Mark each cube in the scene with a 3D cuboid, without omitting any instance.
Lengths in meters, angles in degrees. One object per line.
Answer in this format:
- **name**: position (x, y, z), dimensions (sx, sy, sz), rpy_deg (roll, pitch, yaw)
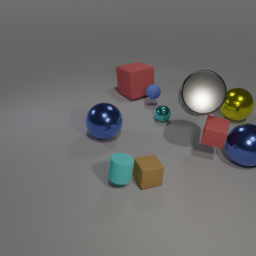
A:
- **cube**: position (0.611, 1.325, 8.525), dimensions (0.700, 0.700, 0.700), rpy_deg (-8, 30, -18)
- **cube**: position (0.372, -2.427, 14.172), dimensions (1.400, 1.400, 1.400), rpy_deg (-18, 29, -26)
- **cube**: position (2.821, 0.125, 9.065), dimensions (0.700, 0.700, 0.700), rpy_deg (15, 44, 12)

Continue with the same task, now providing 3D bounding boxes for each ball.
- **ball**: position (4.611, -1.006, 11.884), dimensions (1.400, 1.400, 1.400), rpy_deg (0, 30, 0)
- **ball**: position (1.188, -1.685, 13.079), dimensions (0.700, 0.700, 0.700), rpy_deg (0, 30, 0)
- **ball**: position (3.921, 0.549, 9.190), dimensions (1.400, 1.400, 1.400), rpy_deg (0, 30, 0)
- **ball**: position (1.483, -0.614, 11.914), dimensions (0.700, 0.700, 0.700), rpy_deg (0, 30, 0)
- **ball**: position (-0.897, -0.263, 10.604), dimensions (1.400, 1.400, 1.400), rpy_deg (0, 30, 0)

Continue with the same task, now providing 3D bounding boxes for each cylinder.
- **cylinder**: position (2.414, -1.110, 9.304), dimensions (1.400, 1.400, 1.400), rpy_deg (4, 1, 7)
- **cylinder**: position (-0.208, 1.200, 8.309), dimensions (0.700, 0.700, 0.700), rpy_deg (7, 23, -3)
